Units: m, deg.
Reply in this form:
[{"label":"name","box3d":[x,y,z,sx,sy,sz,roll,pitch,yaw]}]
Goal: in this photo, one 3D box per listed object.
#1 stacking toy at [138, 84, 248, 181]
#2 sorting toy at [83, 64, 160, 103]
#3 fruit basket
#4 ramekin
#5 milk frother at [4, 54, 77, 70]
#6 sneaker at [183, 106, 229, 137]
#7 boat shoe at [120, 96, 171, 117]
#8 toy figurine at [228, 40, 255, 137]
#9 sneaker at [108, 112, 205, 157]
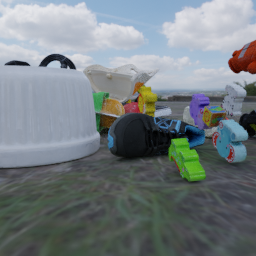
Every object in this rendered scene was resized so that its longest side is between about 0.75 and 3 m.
[{"label":"stacking toy","box3d":[1.400,-0.007,4.569,1.992,0.621,2.642,-4,30,-11]},{"label":"sorting toy","box3d":[0.026,-2.097,11.681,2.717,1.452,2.446,17,42,38]},{"label":"fruit basket","box3d":[-0.237,-0.301,7.988,2.540,1.191,2.353,15,7,-2]},{"label":"ramekin","box3d":[-1.911,-0.310,5.157,2.785,1.462,2.785,0,6,0]},{"label":"milk frother","box3d":[-3.086,-1.440,10.584,2.696,2.433,2.536,-2,7,-1]},{"label":"sneaker","box3d":[2.095,-0.147,7.376,0.799,0.709,1.891,0,15,-13]},{"label":"boat shoe","box3d":[0.414,-0.811,11.102,2.837,0.940,0.992,-6,1,-19]},{"label":"toy figurine","box3d":[3.882,-1.020,6.516,2.553,2.513,1.776,-5,-3,-28]},{"label":"sneaker","box3d":[0.537,0.103,4.754,2.001,0.733,0.820,-6,9,-44]}]
